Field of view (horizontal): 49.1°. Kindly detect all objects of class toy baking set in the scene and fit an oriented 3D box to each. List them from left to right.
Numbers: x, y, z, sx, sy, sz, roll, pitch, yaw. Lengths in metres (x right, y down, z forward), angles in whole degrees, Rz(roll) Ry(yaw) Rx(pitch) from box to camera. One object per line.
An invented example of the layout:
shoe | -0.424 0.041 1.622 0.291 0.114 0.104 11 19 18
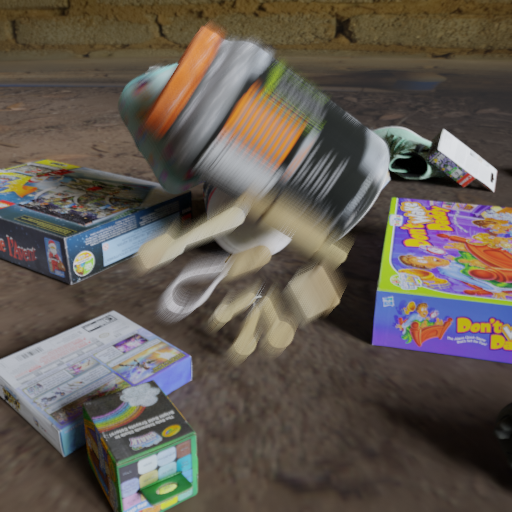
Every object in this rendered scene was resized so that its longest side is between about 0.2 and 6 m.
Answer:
toy baking set | -0.088 0.168 6.108 2.173 1.667 0.253 36 3 -14

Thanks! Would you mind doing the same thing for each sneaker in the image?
sneaker | 3.427 -2.563 13.755 1.584 0.988 2.686 -14 30 -42
sneaker | 3.299 1.662 4.590 2.517 0.890 1.230 13 28 22

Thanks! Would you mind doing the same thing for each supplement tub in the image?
supplement tub | -0.151 -1.002 9.737 1.510 1.510 2.152 -3 24 -7
supplement tub | 0.133 -1.526 7.364 2.906 1.781 1.781 32 17 -18

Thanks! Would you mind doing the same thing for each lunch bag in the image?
lunch bag | -1.130 -2.016 8.554 1.473 1.836 0.708 -30 1 -22

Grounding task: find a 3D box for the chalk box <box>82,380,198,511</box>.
chalk box | -0.934 1.711 4.725 0.705 0.700 1.129 -13 28 -30

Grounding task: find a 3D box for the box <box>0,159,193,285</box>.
box | -3.675 -0.840 10.248 4.187 0.789 2.860 15 28 31

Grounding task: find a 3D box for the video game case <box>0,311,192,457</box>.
video game case | -1.775 1.275 6.072 1.462 0.367 1.613 21 31 38

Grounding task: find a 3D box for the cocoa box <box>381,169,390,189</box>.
cocoa box | 1.571 -1.384 10.302 1.498 0.983 0.999 -47 46 -16

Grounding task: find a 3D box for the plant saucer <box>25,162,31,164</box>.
plant saucer | -5.372 -2.124 13.786 1.005 0.255 1.005 0 23 0

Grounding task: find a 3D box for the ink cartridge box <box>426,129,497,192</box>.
ink cartridge box | 4.710 -2.076 12.795 1.641 0.413 0.894 35 49 -8

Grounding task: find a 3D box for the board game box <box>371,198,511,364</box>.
board game box | 3.012 0.176 7.998 2.392 0.796 3.557 6 25 13
